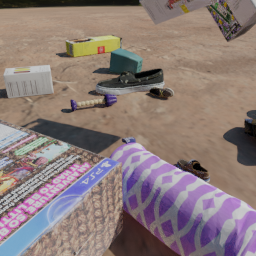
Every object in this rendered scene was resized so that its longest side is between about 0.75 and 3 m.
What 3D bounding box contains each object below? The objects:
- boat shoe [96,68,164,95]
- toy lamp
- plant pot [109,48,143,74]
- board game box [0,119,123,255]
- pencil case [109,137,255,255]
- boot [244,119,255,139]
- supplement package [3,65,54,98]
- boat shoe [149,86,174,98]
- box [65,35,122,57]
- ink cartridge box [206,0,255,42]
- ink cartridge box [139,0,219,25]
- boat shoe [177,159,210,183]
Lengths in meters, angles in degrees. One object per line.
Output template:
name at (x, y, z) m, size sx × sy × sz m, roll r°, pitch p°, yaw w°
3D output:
boat shoe at (0.085, -1.729, 10.175) m, size 2.576 × 0.729 × 0.884 m, roll -7°, pitch 29°, yaw -13°
toy lamp at (-1.065, -0.823, 8.830) m, size 1.447 × 0.421 × 0.421 m, roll -8°, pitch 29°, yaw -17°
plant pot at (-0.040, -2.830, 12.181) m, size 1.244 × 0.879 × 0.879 m, roll 18°, pitch 32°, yaw 16°
board game box at (-1.821, 1.168, 4.049) m, size 2.795 × 1.354 × 2.229 m, roll 16°, pitch 32°, yaw 28°
pencil case at (0.768, 1.188, 4.382) m, size 1.173 × 1.151 × 2.743 m, roll 5°, pitch 19°, yaw -46°
boot at (3.228, 0.168, 6.839) m, size 0.896 × 0.690 × 1.848 m, roll 3°, pitch 17°, yaw 28°
supplement package at (-3.493, -1.664, 9.934) m, size 1.533 × 0.840 × 0.872 m, roll -9°, pitch 29°, yaw -15°
boat shoe at (1.153, -1.228, 9.666) m, size 0.286 × 0.345 × 0.960 m, roll -23°, pitch 31°, yaw -36°
box at (-1.840, -4.571, 15.515) m, size 2.994 × 0.750 × 1.127 m, roll -17°, pitch 33°, yaw -30°
ink cartridge box at (1.854, -2.884, 5.453) m, size 0.524 × 2.082 × 1.135 m, roll -27°, pitch -7°, yaw -11°
ink cartridge box at (1.008, -2.438, 4.727) m, size 1.364 × 0.569 × 0.990 m, roll 2°, pitch 54°, yaw 49°
boat shoe at (1.375, 0.819, 5.847) m, size 0.299 × 0.299 × 0.826 m, roll -22°, pitch 35°, yaw -35°
